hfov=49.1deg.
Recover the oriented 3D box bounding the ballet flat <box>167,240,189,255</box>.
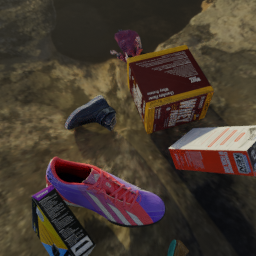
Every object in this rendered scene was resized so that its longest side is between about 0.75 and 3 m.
[{"bbox_3d":[0.942,3.113,5.921,0.515,0.483,1.425,32,57,0],"label":"ballet flat"}]

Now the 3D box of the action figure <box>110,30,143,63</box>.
[{"bbox_3d":[-0.002,-2.529,9.270,1.001,1.113,1.495,-12,63,8],"label":"action figure"}]

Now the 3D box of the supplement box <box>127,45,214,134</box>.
[{"bbox_3d":[1.122,-1.131,8.110,1.862,1.253,1.887,-15,59,-9],"label":"supplement box"}]

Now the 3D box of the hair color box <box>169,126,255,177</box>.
[{"bbox_3d":[2.093,0.482,6.432,1.126,2.031,0.649,-33,107,-34],"label":"hair color box"}]

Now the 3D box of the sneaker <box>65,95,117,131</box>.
[{"bbox_3d":[-0.991,-0.191,7.955,1.430,0.544,1.033,-38,70,-13],"label":"sneaker"}]

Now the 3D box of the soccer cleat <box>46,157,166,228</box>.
[{"bbox_3d":[-0.513,1.460,6.448,2.920,1.069,0.996,16,46,6],"label":"soccer cleat"}]

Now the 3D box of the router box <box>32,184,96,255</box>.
[{"bbox_3d":[-1.365,2.129,5.572,0.474,1.857,1.385,-29,67,-34],"label":"router box"}]
